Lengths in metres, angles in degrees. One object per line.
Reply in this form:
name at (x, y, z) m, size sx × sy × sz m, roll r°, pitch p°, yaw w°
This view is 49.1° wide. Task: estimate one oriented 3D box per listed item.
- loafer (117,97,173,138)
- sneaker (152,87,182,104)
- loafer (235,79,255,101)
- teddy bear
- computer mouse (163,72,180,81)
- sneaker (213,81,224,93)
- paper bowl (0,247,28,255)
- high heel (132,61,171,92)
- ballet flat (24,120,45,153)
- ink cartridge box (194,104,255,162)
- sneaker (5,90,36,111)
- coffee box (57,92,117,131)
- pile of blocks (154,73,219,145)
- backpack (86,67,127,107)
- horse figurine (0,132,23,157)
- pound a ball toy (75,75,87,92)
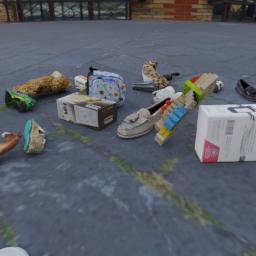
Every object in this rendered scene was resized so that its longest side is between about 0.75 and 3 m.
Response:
loafer at (0.693, -0.461, 10.289) m, size 2.755 × 0.866 × 0.990 m, roll -23°, pitch 34°, yaw -38°
sneaker at (1.683, -1.130, 11.884) m, size 1.028 × 0.846 × 2.234 m, roll -12°, pitch 21°, yaw -8°
loafer at (5.676, -1.820, 13.339) m, size 0.668 × 0.585 × 1.857 m, roll -3°, pitch 27°, yaw -7°
teddy bear at (-3.988, -2.061, 13.145) m, size 2.759 × 0.921 × 2.000 m, roll -18°, pitch 11°, yaw -26°
computer mouse at (2.484, -3.044, 16.139) m, size 0.508 × 0.295 × 1.733 m, roll 17°, pitch 31°, yaw 33°
sneaker at (4.528, -2.123, 14.059) m, size 0.584 × 0.489 × 1.319 m, roll 2°, pitch 27°, yaw 10°
paper bowl at (-2.154, 2.456, 4.961) m, size 0.783 × 0.407 × 0.783 m, roll -1°, pitch 27°, yaw 1°
high heel at (1.624, -2.735, 14.573) m, size 1.970 × 0.987 × 2.764 m, roll 7°, pitch 43°, yaw 28°
ballet flat at (-3.056, 0.307, 9.226) m, size 0.620 × 0.669 × 1.899 m, roll 18°, pitch 21°, yaw -26°
ink cartridge box at (3.183, 0.146, 8.327) m, size 2.105 × 1.523 × 0.888 m, roll -1°, pitch 26°, yaw -3°
sneaker at (-4.701, -1.166, 12.084) m, size 1.851 × 0.722 × 0.788 m, roll 26°, pitch 23°, yaw 34°
coffee box at (-1.578, -0.682, 10.785) m, size 2.049 × 0.817 × 1.172 m, roll 17°, pitch 31°, yaw 31°
pile of blocks at (1.584, -0.739, 8.793) m, size 0.855 × 2.750 × 1.129 m, roll 44°, pitch 13°, yaw 20°
backpack at (-0.883, -1.592, 11.833) m, size 1.656 × 1.739 × 1.339 m, roll -2°, pitch 32°, yaw -17°
horse figurine at (-4.385, 0.919, 7.726) m, size 1.825 × 0.687 × 2.754 m, roll 5°, pitch 27°, yaw 10°
pound a ball toy at (-2.382, -2.345, 14.464) m, size 0.814 × 0.530 × 1.248 m, roll -18°, pitch 32°, yaw -33°
